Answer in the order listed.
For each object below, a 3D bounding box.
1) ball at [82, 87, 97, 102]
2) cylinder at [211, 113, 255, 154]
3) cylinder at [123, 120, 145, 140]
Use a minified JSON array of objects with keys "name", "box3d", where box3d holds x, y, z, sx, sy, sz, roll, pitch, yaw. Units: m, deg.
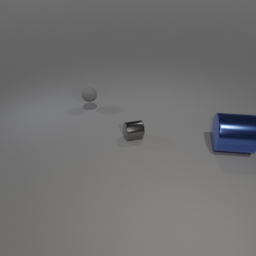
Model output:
[{"name":"ball","box3d":[-1.764,-1.536,12.807,0.700,0.700,0.700,0,31,0]},{"name":"cylinder","box3d":[3.867,0.182,10.170,1.400,1.400,1.400,4,31,6]},{"name":"cylinder","box3d":[0.228,0.082,11.014,0.700,0.700,0.700,-8,32,-13]}]
